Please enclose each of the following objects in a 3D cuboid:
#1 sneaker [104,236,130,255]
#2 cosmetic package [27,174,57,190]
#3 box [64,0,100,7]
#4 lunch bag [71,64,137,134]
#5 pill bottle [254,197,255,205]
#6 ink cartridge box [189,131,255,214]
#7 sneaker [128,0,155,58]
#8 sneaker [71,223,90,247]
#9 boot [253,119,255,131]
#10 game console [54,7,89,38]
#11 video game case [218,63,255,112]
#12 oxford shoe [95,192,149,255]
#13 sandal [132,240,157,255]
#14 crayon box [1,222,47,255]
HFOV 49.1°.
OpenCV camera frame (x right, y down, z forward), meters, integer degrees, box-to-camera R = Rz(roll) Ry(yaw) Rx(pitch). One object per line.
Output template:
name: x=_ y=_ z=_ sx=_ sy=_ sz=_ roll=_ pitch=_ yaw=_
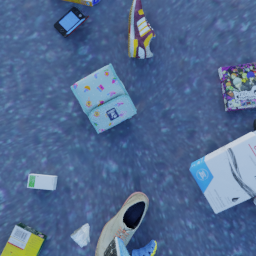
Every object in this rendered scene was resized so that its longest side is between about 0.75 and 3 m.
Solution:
sneaker: x=-0.002 y=3.801 z=7.113 sx=0.971 sy=2.159 sz=0.846 roll=18 pitch=118 yaw=-32
cosmetic package: x=-3.033 y=1.913 z=9.949 sx=0.929 sy=0.394 sz=0.500 roll=4 pitch=82 yaw=2
box: x=-1.950 y=-5.398 z=10.676 sx=1.956 sy=0.406 sz=1.165 roll=12 pitch=84 yaw=3
lunch bag: x=-0.819 y=-0.970 z=9.851 sx=1.677 sy=1.201 sz=1.969 roll=-29 pitch=94 yaw=-4
pill bottle: x=5.382 y=1.986 z=9.560 sx=1.140 sy=1.140 sz=2.187 roll=36 pitch=86 yaw=3
ink cartridge box: x=3.774 y=1.309 z=9.210 sx=2.984 sy=0.995 sz=1.728 roll=-32 pitch=84 yaw=18
sneaker: x=0.525 y=-3.654 z=10.355 sx=0.987 sy=0.821 sz=2.190 roll=3 pitch=91 yaw=-6
sneaker: x=-1.322 y=3.135 z=8.134 sx=0.431 sy=1.225 sz=0.491 roll=-34 pitch=83 yaw=-1
boot: x=4.988 y=0.072 z=10.199 sx=0.642 sy=0.340 sz=0.975 roll=-14 pitch=95 yaw=-4
game console: x=-2.118 y=-3.962 z=10.388 sx=1.141 sy=0.677 sz=0.983 roll=-44 pitch=86 yaw=-4
video game case: x=4.383 y=-1.533 z=10.323 sx=1.824 sy=0.327 sz=1.653 roll=-7 pitch=84 yaw=-1
oxford shoe: x=-0.258 y=3.433 z=9.471 sx=0.992 sy=1.035 sz=2.803 roll=30 pitch=85 yaw=3
sandal: x=0.386 y=4.425 z=9.623 sx=0.661 sy=0.604 sz=1.519 roll=42 pitch=84 yaw=8
crayon box: x=-3.721 y=4.353 z=9.675 sx=1.126 sy=0.451 sz=1.774 roll=26 pitch=84 yaw=2
